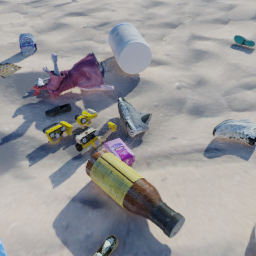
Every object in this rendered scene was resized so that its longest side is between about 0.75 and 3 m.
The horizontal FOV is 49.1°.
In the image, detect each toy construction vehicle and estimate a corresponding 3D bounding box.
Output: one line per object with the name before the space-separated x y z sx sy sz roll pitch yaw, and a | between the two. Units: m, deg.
toy construction vehicle | -1.530 0.133 9.139 1.622 0.656 1.863 22 42 38

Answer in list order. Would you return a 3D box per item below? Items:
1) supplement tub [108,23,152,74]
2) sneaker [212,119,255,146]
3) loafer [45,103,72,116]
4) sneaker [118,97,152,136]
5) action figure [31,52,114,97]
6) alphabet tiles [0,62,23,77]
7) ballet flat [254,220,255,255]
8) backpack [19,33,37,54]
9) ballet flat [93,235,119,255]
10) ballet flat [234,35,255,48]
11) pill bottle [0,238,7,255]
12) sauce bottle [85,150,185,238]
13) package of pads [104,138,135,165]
supplement tub | 0.035 -3.675 12.790 1.560 1.560 2.364 -9 42 -11
sneaker | 3.574 0.174 9.007 1.556 0.587 0.895 -10 39 -15
loafer | -2.547 -0.686 10.211 0.970 0.341 0.330 -16 43 -18
sneaker | 0.282 -0.467 9.751 1.006 0.653 1.741 -13 52 -12
action figure | -2.360 -1.860 11.121 2.964 2.207 1.986 -29 9 -9
alphabet tiles | -5.631 -2.702 12.818 1.207 0.046 1.009 19 44 21
ballet flat | 3.461 2.089 6.580 0.820 0.893 2.602 9 40 27
backpack | -5.004 -4.206 13.921 0.819 0.898 0.604 -6 41 -9
ballet flat | -0.574 2.762 6.155 0.368 0.340 1.043 20 45 22
ballet flat | 6.156 -4.498 14.732 0.460 0.460 1.281 -27 50 -28
pill bottle | -2.948 2.868 5.072 1.607 1.607 2.864 -24 47 -26
sauce bottle | 0.109 1.619 7.069 0.944 0.944 2.859 -31 50 -31
package of pads | -0.270 0.745 8.510 0.579 0.364 0.962 -22 46 -24
